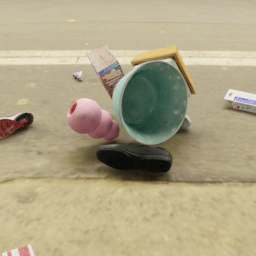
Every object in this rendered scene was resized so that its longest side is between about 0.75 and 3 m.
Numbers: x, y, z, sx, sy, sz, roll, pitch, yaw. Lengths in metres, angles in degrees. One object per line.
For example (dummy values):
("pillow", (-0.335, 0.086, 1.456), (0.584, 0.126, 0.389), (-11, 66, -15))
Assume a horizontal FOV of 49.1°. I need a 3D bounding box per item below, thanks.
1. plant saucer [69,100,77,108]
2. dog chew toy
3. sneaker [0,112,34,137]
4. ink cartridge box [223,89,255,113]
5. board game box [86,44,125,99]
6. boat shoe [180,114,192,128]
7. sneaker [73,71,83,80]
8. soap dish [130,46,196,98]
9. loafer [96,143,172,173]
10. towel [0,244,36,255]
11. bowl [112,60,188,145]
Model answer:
("plant saucer", (-2.289, -1.095, 13.209), (0.988, 0.146, 0.988), (0, 34, 0))
("dog chew toy", (-1.178, -0.187, 10.304), (2.080, 1.295, 1.295), (32, 20, -29))
("sneaker", (-4.788, -0.158, 11.360), (1.854, 0.747, 0.692), (-22, 23, -40))
("ink cartridge box", (5.797, -1.171, 13.043), (2.536, 0.470, 1.201), (19, 38, 23))
("board game box", (-0.741, -2.210, 11.515), (0.895, 1.849, 1.474), (-30, 48, -2))
("boat shoe", (2.130, -0.601, 12.031), (0.527, 0.639, 1.861), (-20, 36, -28))
("sneaker", (-2.853, -2.905, 15.815), (0.558, 0.355, 0.979), (-9, 27, -3))
("soap dish", (1.443, -2.088, 10.946), (1.837, 2.335, 0.949), (-4, 56, 32))
("loafer", (0.219, 0.946, 9.537), (2.567, 0.872, 0.901), (7, 27, 4))
("towel", (-2.663, 3.189, 6.572), (0.994, 0.113, 0.716), (-9, 39, -32))
("bowl", (0.606, -0.964, 10.164), (2.922, 2.922, 1.528), (-19, 20, -26))
